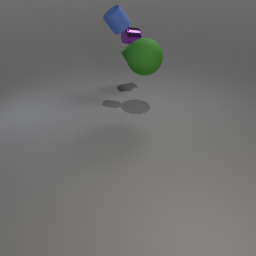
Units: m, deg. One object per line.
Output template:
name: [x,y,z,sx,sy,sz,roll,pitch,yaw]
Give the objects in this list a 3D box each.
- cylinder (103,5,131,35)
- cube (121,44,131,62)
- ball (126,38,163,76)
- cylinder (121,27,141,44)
cylinder: [-0.381,-3.710,9.618,0.700,0.700,0.700,-26,39,24]
cube: [0.226,-3.568,13.631,0.700,0.700,0.700,12,45,-58]
ball: [0.637,-2.721,10.747,1.400,1.400,1.400,0,31,0]
cylinder: [0.132,-4.058,12.328,0.700,0.700,0.700,-2,29,-24]
